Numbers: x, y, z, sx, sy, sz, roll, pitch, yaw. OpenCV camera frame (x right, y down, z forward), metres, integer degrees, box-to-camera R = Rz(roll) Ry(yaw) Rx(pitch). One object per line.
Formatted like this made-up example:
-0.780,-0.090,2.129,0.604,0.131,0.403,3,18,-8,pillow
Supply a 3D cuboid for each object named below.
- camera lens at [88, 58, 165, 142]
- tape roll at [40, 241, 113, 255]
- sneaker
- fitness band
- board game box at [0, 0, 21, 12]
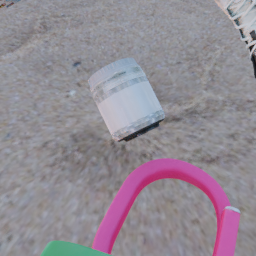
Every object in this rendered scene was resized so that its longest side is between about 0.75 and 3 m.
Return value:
-0.014,-0.390,4.252,0.868,0.868,1.085,-25,87,-20,camera lens
0.172,1.577,2.049,2.062,2.062,0.496,18,54,15,tape roll
2.100,-1.717,4.473,2.453,0.926,1.411,35,47,-25,sneaker
0.540,1.470,3.922,1.780,0.464,2.478,19,49,16,fitness band
-2.752,-2.939,5.738,1.307,2.071,0.358,-35,101,-8,board game box
